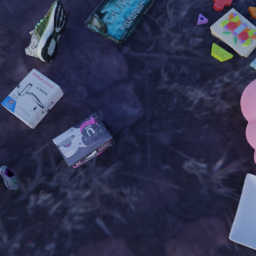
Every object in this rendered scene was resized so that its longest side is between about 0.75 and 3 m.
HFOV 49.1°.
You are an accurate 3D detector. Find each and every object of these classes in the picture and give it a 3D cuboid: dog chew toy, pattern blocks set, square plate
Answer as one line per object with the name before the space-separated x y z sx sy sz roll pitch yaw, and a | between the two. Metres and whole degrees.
dog chew toy | 4.037 -0.037 7.742 1.703 1.703 2.734 2 83 1
pattern blocks set | 3.663 -3.214 9.340 2.796 0.227 2.458 32 76 8
square plate | 3.895 2.461 7.643 1.906 0.271 1.888 21 74 6

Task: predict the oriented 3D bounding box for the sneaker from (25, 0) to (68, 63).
sneaker | -2.721 -3.229 9.088 1.012 0.879 2.285 9 70 14

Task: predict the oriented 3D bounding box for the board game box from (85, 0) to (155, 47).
board game box | -0.237 -3.966 9.518 1.477 0.307 2.183 31 76 9

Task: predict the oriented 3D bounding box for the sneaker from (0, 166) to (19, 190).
sneaker | -3.190 1.405 7.643 0.357 0.816 0.304 4 39 37

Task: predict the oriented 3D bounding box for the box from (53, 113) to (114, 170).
box | -1.234 0.384 7.965 1.423 0.816 0.940 -33 76 -9

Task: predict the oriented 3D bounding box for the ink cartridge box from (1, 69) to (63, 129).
ink cartridge box | -2.848 -0.897 8.452 1.061 0.613 1.454 35 77 9
